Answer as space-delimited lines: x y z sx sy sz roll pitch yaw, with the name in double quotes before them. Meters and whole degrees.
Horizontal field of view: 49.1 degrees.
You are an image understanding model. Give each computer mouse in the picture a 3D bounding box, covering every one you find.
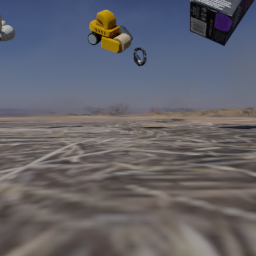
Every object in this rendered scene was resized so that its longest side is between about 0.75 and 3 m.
"computer mouse" 0.005 -3.624 12.058 0.805 2.748 0.468 -37 -34 4

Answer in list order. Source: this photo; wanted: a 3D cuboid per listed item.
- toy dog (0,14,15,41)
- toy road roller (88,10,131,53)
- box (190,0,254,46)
"toy dog" -3.662 -2.477 6.877 1.173 0.857 1.779 -10 20 7
"toy road roller" -0.423 -2.289 6.591 1.023 0.747 0.629 25 42 14
"box" 2.242 -2.984 6.241 0.963 1.816 1.110 32 -10 18
